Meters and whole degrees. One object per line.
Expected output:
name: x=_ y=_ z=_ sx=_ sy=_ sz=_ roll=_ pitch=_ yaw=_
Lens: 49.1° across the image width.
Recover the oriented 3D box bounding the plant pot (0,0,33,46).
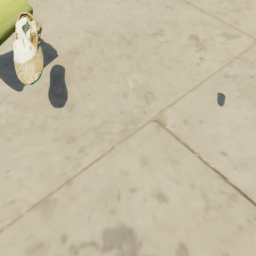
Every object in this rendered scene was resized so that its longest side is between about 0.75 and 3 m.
plant pot: x=-3.510 y=-2.845 z=6.847 sx=2.097 sy=2.097 sz=1.928 roll=38 pitch=70 yaw=24

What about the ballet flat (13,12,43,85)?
ballet flat: x=-2.258 y=-1.822 z=6.141 sx=0.693 sy=0.641 sz=1.965 roll=-18 pitch=57 yaw=4
